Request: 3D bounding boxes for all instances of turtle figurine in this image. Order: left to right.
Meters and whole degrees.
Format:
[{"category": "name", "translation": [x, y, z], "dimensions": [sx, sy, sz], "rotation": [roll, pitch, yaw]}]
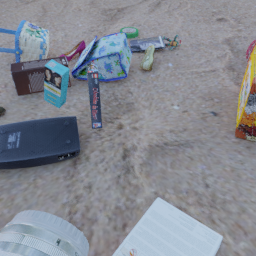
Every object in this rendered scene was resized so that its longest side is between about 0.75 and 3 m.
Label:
[{"category": "turtle figurine", "translation": [2.244, -4.247, 14.049], "dimensions": [1.066, 0.798, 0.537], "rotation": [18, 2, 24]}]

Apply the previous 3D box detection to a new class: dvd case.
[{"category": "dvd case", "translation": [0.962, -4.244, 14.187], "dimensions": [1.701, 0.136, 1.265], "rotation": [-6, 41, 3]}]

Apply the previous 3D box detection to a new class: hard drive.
[{"category": "hard drive", "translation": [-2.823, 0.442, 8.626], "dimensions": [2.631, 0.557, 1.775], "rotation": [-8, 42, -9]}]

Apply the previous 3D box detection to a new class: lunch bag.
[{"category": "lunch bag", "translation": [-1.143, -2.982, 11.991], "dimensions": [2.323, 1.480, 1.975], "rotation": [-9, 40, 19]}]

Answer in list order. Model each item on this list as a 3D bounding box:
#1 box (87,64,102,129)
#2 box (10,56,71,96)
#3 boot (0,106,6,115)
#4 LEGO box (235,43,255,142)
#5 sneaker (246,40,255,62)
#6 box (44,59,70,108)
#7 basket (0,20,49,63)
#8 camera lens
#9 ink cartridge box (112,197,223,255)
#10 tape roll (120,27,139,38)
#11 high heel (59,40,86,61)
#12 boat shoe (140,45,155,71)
[{"category": "box", "translation": [-1.018, -0.985, 8.499], "dimensions": [0.322, 1.709, 1.167], "rotation": [-4, 24, -6]}, {"category": "box", "translation": [-3.429, -2.085, 11.149], "dimensions": [2.150, 1.077, 0.806], "rotation": [-13, 42, -15]}, {"category": "boot", "translation": [-5.253, -0.840, 9.895], "dimensions": [1.699, 0.824, 0.635], "rotation": [2, 41, 3]}, {"category": "LEGO box", "translation": [4.477, -1.242, 9.340], "dimensions": [1.115, 2.153, 2.891], "rotation": [13, 43, 14]}, {"category": "sneaker", "translation": [6.352, -2.782, 12.014], "dimensions": [1.101, 1.189, 2.950], "rotation": [-10, 47, -35]}, {"category": "box", "translation": [-2.017, -1.198, 7.853], "dimensions": [0.570, 1.386, 0.341], "rotation": [30, 52, 6]}, {"category": "basket", "translation": [-4.896, -3.898, 12.697], "dimensions": [2.523, 1.755, 2.224], "rotation": [1, 40, -12]}, {"category": "camera lens", "translation": [-1.846, 2.873, 4.868], "dimensions": [1.826, 1.826, 2.282], "rotation": [10, 41, 11]}, {"category": "ink cartridge box", "translation": [0.779, 2.784, 6.069], "dimensions": [1.722, 0.509, 2.152], "rotation": [27, 53, 27]}, {"category": "tape roll", "translation": [0.067, -5.252, 15.404], "dimensions": [1.026, 0.247, 1.026], "rotation": [0, 40, 0]}, {"category": "high heel", "translation": [-2.672, -3.620, 13.152], "dimensions": [1.539, 0.738, 0.518], "rotation": [-21, 45, -22]}, {"category": "boat shoe", "translation": [0.897, -3.273, 12.856], "dimensions": [0.561, 0.651, 1.785], "rotation": [8, 49, 2]}]
